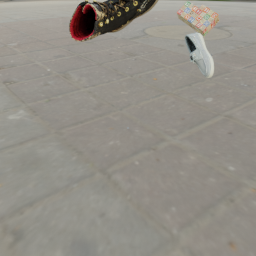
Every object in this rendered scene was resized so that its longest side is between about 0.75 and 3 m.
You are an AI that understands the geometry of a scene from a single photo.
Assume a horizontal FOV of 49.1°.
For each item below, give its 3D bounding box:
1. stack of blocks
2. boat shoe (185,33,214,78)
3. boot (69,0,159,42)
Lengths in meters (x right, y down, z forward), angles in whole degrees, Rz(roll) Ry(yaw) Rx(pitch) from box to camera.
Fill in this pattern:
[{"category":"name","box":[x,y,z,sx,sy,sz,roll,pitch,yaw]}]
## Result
[{"category":"stack of blocks","box":[2.295,-3.667,9.229,1.213,0.698,0.355,46,5,25]},{"category":"boat shoe","box":[1.678,-1.751,6.781,0.450,0.441,1.264,-8,68,-15]},{"category":"boot","box":[-0.214,-2.105,4.856,1.656,0.606,1.247,-22,12,45]}]
